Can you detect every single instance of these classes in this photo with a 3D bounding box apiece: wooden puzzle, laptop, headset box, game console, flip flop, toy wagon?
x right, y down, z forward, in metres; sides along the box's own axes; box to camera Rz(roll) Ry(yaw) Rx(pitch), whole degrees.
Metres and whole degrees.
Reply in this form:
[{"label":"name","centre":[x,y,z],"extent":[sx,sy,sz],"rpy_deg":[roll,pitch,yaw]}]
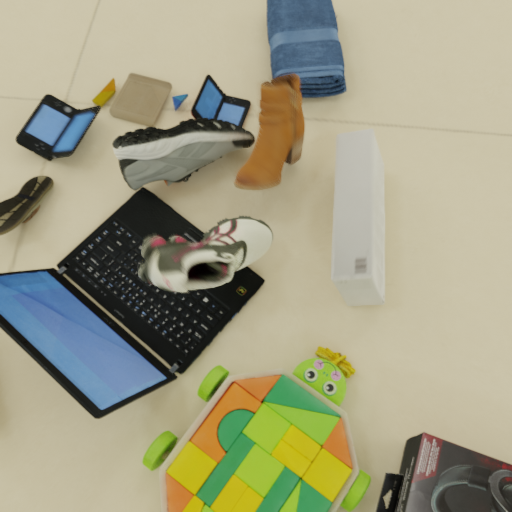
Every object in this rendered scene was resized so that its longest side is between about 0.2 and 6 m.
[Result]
[{"label":"wooden puzzle","centre":[-2.703,-3.654,13.114],"extent":[1.970,0.230,1.329],"rpy_deg":[23,71,11]},{"label":"laptop","centre":[-2.363,0.465,10.108],"extent":[3.478,2.027,3.925],"rpy_deg":[38,70,16]},{"label":"headset box","centre":[3.365,4.300,8.729],"extent":[3.014,1.164,2.243],"rpy_deg":[20,66,7]},{"label":"game console","centre":[-4.359,-2.906,12.335],"extent":[1.288,0.852,1.464],"rpy_deg":[29,65,-13]},{"label":"flip flop","centre":[-4.870,-1.004,11.707],"extent":[0.722,0.513,1.781],"rpy_deg":[19,51,13]},{"label":"game console","centre":[-0.773,-3.347,12.668],"extent":[1.051,0.724,1.219],"rpy_deg":[15,65,8]},{"label":"toy wagon","centre":[0.287,3.198,9.441],"extent":[3.261,0.832,4.203],"rpy_deg":[34,69,15]}]

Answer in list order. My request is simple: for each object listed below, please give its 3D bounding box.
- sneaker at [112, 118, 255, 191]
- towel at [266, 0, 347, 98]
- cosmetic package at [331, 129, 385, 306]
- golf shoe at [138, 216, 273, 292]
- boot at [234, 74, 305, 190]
[{"label":"sneaker","centre":[-1.475,-2.196,11.949],"extent":[3.053,1.210,1.128],"rpy_deg":[-15,31,-19]},{"label":"towel","centre":[1.154,-5.147,13.531],"extent":[1.729,0.752,3.097],"rpy_deg":[-3,65,-1]},{"label":"cosmetic package","centre":[2.027,-0.759,11.012],"extent":[0.820,1.337,3.238],"rpy_deg":[-6,61,23]},{"label":"golf shoe","centre":[-0.661,0.090,10.121],"extent":[2.867,1.107,1.263],"rpy_deg":[-18,33,-36]},{"label":"boot","centre":[0.294,-2.454,11.109],"extent":[0.902,1.825,2.351],"rpy_deg":[22,43,30]}]
